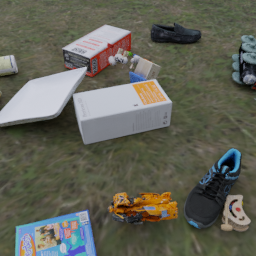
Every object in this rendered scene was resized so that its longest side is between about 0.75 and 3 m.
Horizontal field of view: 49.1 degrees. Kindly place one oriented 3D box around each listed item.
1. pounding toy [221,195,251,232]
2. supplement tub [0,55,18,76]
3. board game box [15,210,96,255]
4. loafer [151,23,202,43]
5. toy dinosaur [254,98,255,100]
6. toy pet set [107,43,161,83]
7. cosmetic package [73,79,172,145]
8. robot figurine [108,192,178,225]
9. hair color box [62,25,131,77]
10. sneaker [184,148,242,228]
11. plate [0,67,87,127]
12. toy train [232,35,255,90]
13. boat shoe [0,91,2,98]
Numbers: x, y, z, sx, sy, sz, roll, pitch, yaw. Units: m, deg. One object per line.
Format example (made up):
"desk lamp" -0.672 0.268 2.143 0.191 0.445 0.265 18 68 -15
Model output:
"pounding toy" 2.423 1.877 6.212 0.574 0.575 1.003 12 43 19
"supplement tub" -4.873 -2.411 10.911 0.967 0.701 0.701 -13 43 -15
"board game box" -1.480 2.433 5.757 1.555 0.350 1.183 -10 43 -11
"loafer" 2.262 -4.486 13.118 2.397 0.842 0.814 2 42 2
"toy dinosaur" 4.500 -0.170 8.508 1.011 0.761 1.977 -12 45 31
"toy pet set" 0.255 -2.128 10.512 1.951 1.110 2.090 33 17 30
"cosmetic package" -0.188 -0.552 8.628 2.740 0.976 1.389 -13 43 -13
"robot figurine" 0.294 1.726 6.217 1.476 0.430 1.070 1 10 -7
"hair color box" -1.217 -3.335 11.799 1.471 0.888 2.898 24 46 24
"sneaker" 2.006 1.328 6.575 0.811 0.907 2.215 26 49 25
"plate" -2.738 -0.932 8.999 2.573 0.417 2.578 -7 38 23
"toy train" 4.995 -2.520 10.726 1.696 1.269 2.977 17 44 5
"boat shoe" -4.683 -1.096 9.467 0.819 0.771 2.152 -18 44 -35
